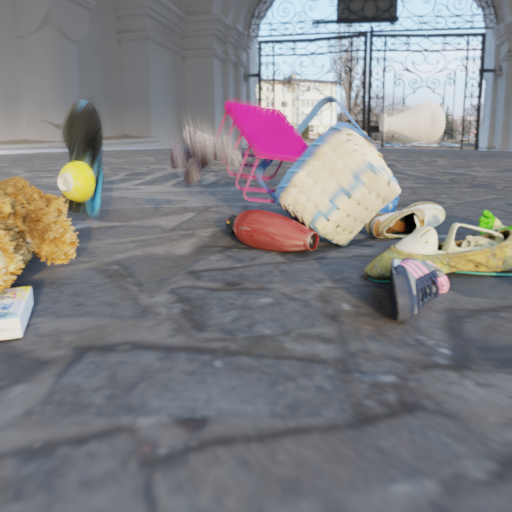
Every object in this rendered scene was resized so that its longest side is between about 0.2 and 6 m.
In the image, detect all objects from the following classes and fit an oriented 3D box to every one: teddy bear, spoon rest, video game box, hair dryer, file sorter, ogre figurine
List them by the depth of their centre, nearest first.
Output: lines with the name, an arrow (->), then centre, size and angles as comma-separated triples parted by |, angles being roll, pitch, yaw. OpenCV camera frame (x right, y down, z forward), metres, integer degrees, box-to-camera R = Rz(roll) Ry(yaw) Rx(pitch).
video game box -> -3.470, 0.743, 6.965 | 1.193, 0.306, 1.309 | -8, 16, -14
teddy bear -> -4.188, -0.080, 8.498 | 3.036, 1.398, 4.188 | -24, 22, -18
ogre figurine -> 5.315, -0.506, 10.268 | 2.699, 1.324, 1.618 | 9, -11, -32
spoon rest -> 2.988, -2.570, 10.771 | 1.518, 0.754, 0.460 | -5, 12, -21
hair dryer -> 0.578, -0.620, 11.542 | 2.159, 0.770, 2.835 | -2, 15, -11
file sorter -> 0.090, -2.133, 11.760 | 1.356, 1.223, 1.951 | 1, 42, -30

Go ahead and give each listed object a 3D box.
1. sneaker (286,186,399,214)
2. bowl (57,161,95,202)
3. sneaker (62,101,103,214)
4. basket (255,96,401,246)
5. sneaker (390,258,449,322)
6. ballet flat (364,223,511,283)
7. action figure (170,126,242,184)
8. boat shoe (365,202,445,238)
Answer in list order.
sneaker -> 2.333, -1.525, 13.937 | 1.896, 1.367, 3.610 | 12, 17, 39
bowl -> -3.269, -1.310, 9.923 | 0.738, 0.738, 0.397 | 8, 13, 29
sneaker -> -3.105, -1.816, 10.433 | 0.765, 2.091, 0.856 | -6, 14, -41
basket -> 1.360, -1.670, 11.431 | 1.888, 2.394, 2.715 | 17, 34, -54
sneaker -> 2.227, 0.393, 7.631 | 0.789, 0.675, 1.924 | 1, 15, 15
ballet flat -> 3.050, -0.088, 9.162 | 2.677, 0.946, 0.946 | -3, 14, -9
action figure -> -0.681, -1.355, 7.308 | 0.803, 0.428, 1.234 | 35, -26, -27
boat shoe -> 3.355, -0.697, 12.145 | 1.919, 0.717, 0.656 | -14, 21, -18
